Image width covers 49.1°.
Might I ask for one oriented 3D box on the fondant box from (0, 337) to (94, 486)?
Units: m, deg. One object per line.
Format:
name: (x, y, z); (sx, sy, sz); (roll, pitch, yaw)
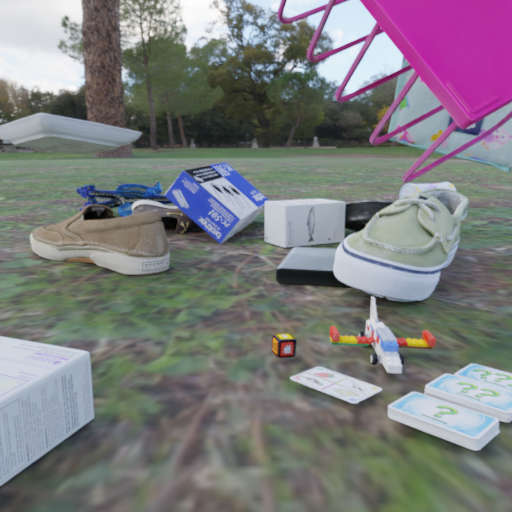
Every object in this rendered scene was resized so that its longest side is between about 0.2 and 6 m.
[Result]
fondant box: (-1.965, 0.968, 3.125); (1.261, 0.509, 1.748); (5, 12, 21)

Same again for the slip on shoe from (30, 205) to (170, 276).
slip on shoe: (-2.415, -0.355, 8.421); (2.860, 0.866, 1.087); (11, 16, 41)

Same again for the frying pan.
frying pan: (1.673, -0.773, 10.291); (2.859, 0.465, 1.730); (3, -7, -10)

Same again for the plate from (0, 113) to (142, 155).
plate: (-2.365, -1.468, 6.996); (1.364, 0.220, 1.361); (2, 2, 42)

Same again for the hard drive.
hard drive: (0.870, 0.139, 7.657); (0.974, 0.230, 1.396); (3, 13, 12)

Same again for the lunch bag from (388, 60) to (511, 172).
lunch bag: (3.253, -2.612, 7.977); (2.220, 2.606, 1.589); (19, 1, 21)

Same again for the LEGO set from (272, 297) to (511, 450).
LEGO set: (1.063, 0.763, 4.313); (1.890, 0.464, 1.412); (11, 13, 42)

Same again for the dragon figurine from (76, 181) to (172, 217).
dragon figurine: (-2.746, -1.291, 12.956); (2.751, 0.810, 1.368); (3, 12, 15)

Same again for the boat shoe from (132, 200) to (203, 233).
boat shoe: (-1.577, -0.684, 10.864); (1.647, 0.592, 0.490); (7, 51, -21)

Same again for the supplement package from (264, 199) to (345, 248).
supplement package: (0.853, -0.593, 9.841); (1.266, 0.740, 0.743); (-7, 14, -28)

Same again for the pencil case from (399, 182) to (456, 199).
pencil case: (4.511, -1.591, 14.672); (1.587, 0.660, 0.720); (-6, -3, -32)

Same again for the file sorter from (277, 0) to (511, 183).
file sorter: (1.519, -2.110, 5.361); (1.614, 2.322, 1.456); (-30, -11, -20)

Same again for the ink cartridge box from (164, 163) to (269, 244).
ink cartridge box: (-0.661, -1.128, 11.024); (1.347, 0.634, 2.865); (41, 16, 1)

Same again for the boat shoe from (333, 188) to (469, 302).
boat shoe: (1.950, -0.298, 7.208); (1.230, 1.059, 3.416); (21, 19, 23)
